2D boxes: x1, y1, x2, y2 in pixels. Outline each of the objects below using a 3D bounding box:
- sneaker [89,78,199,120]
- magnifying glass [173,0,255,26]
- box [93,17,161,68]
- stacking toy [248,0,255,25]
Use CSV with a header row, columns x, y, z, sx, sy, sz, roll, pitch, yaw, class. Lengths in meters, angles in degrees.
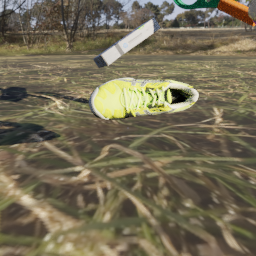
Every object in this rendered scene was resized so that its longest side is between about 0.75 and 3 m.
x,y,z,sx,sy,sz,roll,pitch,yaw,class
0.306,-0.567,4.827,1.979,0.746,0.756,-10,3,-23,sneaker
2.329,-3.589,7.765,0.317,1.125,2.827,-25,55,-39,magnifying glass
-0.103,-2.808,9.412,2.118,0.436,1.651,-36,17,-7,box
2.202,-1.376,4.085,0.533,0.533,1.250,21,-14,48,stacking toy
